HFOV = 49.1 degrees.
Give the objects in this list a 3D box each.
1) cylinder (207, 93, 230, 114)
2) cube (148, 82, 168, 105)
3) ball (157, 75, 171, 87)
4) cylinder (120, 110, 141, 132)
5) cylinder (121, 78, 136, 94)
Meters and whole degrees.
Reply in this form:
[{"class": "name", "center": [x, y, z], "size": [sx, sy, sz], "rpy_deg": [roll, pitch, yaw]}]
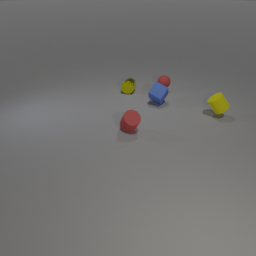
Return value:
[{"class": "cylinder", "center": [3.965, -1.074, 12.274], "size": [0.700, 0.700, 0.700], "rpy_deg": [-36, 14, 10]}, {"class": "cube", "center": [1.472, -1.678, 13.537], "size": [0.700, 0.700, 0.700], "rpy_deg": [32, 80, 14]}, {"class": "ball", "center": [1.917, -2.466, 14.924], "size": [0.700, 0.700, 0.700], "rpy_deg": [0, 28, 0]}, {"class": "cylinder", "center": [0.084, -0.269, 11.101], "size": [0.700, 0.700, 0.700], "rpy_deg": [6, 66, -13]}, {"class": "cylinder", "center": [0.044, -2.265, 15.038], "size": [0.700, 0.700, 0.700], "rpy_deg": [6, 25, 12]}]
